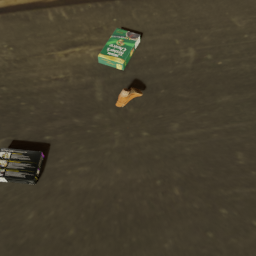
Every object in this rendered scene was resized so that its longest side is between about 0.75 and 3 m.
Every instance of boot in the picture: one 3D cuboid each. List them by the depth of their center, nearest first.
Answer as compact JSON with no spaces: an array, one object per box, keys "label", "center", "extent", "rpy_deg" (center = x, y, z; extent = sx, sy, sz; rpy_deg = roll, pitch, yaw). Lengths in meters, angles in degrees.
[{"label":"boot","center":[0.023,-0.884,8.262],"extent":[0.772,0.597,0.285],"rpy_deg":[1,43,-36]}]

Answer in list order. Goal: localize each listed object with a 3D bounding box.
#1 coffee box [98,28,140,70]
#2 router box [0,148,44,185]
[{"label":"coffee box","center":[-0.273,-2.694,9.476],"extent":[0.943,0.337,1.534],"rpy_deg":[21,61,13]},{"label":"router box","center":[-2.874,0.993,7.316],"extent":[1.139,0.291,0.850],"rpy_deg":[6,58,2]}]
